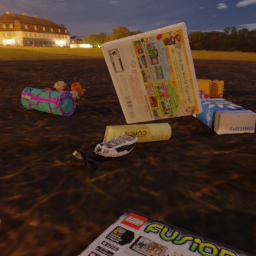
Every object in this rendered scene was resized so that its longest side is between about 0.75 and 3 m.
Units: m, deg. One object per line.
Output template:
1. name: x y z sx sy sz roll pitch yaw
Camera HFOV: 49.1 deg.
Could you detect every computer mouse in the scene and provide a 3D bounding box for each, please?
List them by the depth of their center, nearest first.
1. computer mouse: -0.455 0.596 6.970 1.747 0.383 0.958 -18 22 -36

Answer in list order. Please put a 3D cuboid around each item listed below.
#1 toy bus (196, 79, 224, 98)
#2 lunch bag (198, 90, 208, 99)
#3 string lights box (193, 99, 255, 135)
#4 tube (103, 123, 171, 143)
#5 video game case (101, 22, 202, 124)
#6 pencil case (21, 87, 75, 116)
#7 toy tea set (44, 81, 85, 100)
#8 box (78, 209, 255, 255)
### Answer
1. toy bus: 3.541 -2.083 14.656 2.693 0.877 1.054 9 19 26
2. lunch bag: 2.068 -1.229 11.835 2.252 0.923 1.984 -1 17 -4
3. string lights box: 3.250 -0.460 9.756 1.198 0.687 2.331 -2 17 -8
4. tube: 0.268 0.176 7.937 1.982 0.575 0.514 -3 2 -24
5. video game case: 0.634 -1.259 7.135 2.091 2.298 0.263 -8 28 21
6. pencil case: -3.244 -1.075 11.234 2.319 0.987 1.072 9 0 30
7. toy tea set: -3.239 -1.742 14.298 2.094 0.775 1.245 9 48 16
8. box: 0.705 1.770 3.029 2.526 0.439 1.390 11 20 31
